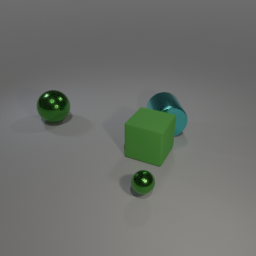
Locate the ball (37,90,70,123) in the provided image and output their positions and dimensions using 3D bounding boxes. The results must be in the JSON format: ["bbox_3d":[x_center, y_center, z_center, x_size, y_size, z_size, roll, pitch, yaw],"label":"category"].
[{"bbox_3d":[-3.176,-0.921,11.978,1.400,1.400,1.400,0,31,0],"label":"ball"}]

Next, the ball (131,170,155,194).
[{"bbox_3d":[0.439,1.574,8.140,0.700,0.700,0.700,0,31,0],"label":"ball"}]

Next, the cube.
[{"bbox_3d":[0.797,0.274,10.006,1.400,1.400,1.400,14,34,22],"label":"cube"}]

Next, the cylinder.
[{"bbox_3d":[1.547,-0.551,11.365,1.400,1.400,1.400,-4,32,-6],"label":"cylinder"}]
